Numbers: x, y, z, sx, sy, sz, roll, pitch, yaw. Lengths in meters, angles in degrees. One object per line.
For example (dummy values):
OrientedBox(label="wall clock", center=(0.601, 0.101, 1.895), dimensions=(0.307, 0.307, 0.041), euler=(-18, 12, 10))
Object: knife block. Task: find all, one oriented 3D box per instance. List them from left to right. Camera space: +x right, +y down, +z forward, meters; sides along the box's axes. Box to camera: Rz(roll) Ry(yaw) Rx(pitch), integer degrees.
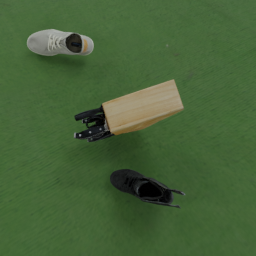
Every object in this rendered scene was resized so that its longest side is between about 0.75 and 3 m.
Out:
OrientedBox(label="knife block", center=(-0.162, -0.363, 7.718), dimensions=(2.343, 2.669, 0.854), euler=(-12, 80, -40))

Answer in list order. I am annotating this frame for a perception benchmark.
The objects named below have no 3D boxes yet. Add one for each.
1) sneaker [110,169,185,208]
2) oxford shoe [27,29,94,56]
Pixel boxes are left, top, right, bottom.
OrientedBox(label="sneaker", center=(0.379, 1.465, 7.001), dimensions=(2.191, 1.143, 0.658), euler=(18, 78, 23))
OrientedBox(label="oxford shoe", center=(-2.606, -3.181, 10.452), dimensions=(2.626, 0.987, 0.758), euler=(8, 13, 11))
